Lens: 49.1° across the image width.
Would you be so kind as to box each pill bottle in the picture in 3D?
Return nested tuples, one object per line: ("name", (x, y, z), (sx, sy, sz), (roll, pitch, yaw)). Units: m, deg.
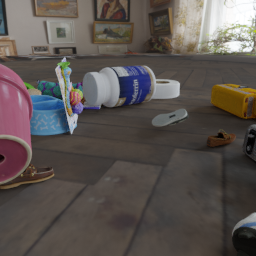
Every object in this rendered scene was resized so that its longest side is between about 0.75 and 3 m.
("pill bottle", (-0.338, -1.641, 11.096), (2.658, 1.538, 1.538), (-11, 21, -32))

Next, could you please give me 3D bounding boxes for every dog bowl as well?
("dog bowl", (-2.795, -0.512, 9.042), (1.585, 0.705, 2.843), (-14, 22, -36))

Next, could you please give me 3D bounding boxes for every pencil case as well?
("pencil case", (-2.926, -1.612, 12.108), (1.979, 0.842, 0.914), (6, 60, 14))

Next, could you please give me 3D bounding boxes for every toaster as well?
("toaster", (3.348, 0.406, 6.174), (1.217, 0.722, 1.101), (-2, 19, -6))

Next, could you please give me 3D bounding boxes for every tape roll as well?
("tape roll", (1.502, -1.869, 13.288), (1.838, 0.643, 1.838), (0, 17, 0))

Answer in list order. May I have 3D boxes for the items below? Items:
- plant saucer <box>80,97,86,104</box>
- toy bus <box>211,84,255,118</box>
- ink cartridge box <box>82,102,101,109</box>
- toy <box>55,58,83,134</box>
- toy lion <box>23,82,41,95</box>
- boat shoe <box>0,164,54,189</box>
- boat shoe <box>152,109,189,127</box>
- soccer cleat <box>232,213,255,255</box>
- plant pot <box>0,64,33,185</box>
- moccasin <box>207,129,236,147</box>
("plant saucer", (-2.216, -0.970, 11.019), (1.123, 0.181, 1.123), (-11, 21, 4))
("toy bus", (4.142, -0.973, 10.142), (1.057, 0.879, 2.699), (-4, 18, -12))
("ink cartridge box", (-1.458, -0.862, 10.965), (0.762, 0.167, 0.769), (1, 18, 2))
("toy", (-1.557, -0.937, 7.985), (0.456, 1.932, 1.112), (-7, 29, 6))
("toy lion", (-4.675, -1.350, 10.429), (2.286, 0.785, 2.191), (-12, 42, -35))
("boat shoe", (-1.928, 0.866, 5.339), (1.026, 0.361, 0.361), (-9, 12, -32))
("boat shoe", (1.267, -0.235, 8.384), (1.099, 0.350, 0.388), (-15, 56, 21))
("soccer cleat", (2.137, 1.432, 3.164), (1.807, 0.631, 0.780), (15, 23, 39))
("plant pot", (-2.491, 0.017, 4.856), (1.854, 1.854, 1.659), (-11, 46, -30))
("moccasin", (2.426, 0.246, 7.262), (0.906, 0.350, 0.331), (-7, 19, -20))
